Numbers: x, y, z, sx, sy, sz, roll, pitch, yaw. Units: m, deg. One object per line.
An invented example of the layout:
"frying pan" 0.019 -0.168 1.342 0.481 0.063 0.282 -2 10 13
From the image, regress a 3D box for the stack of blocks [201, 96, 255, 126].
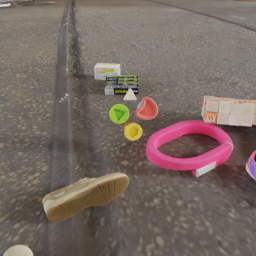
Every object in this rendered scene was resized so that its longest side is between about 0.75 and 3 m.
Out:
"stack of blocks" 3.978 -0.573 9.800 2.588 0.758 1.490 6 13 8

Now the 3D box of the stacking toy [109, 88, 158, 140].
"stacking toy" 0.135 -0.464 8.381 1.211 1.338 0.565 39 7 -13

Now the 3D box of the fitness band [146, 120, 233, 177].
"fitness band" 1.924 0.518 8.683 2.873 0.538 2.063 -19 36 -31

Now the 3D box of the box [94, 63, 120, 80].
"box" -1.020 -2.792 13.878 1.193 0.671 0.605 4 32 9

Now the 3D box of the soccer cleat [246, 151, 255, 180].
"soccer cleat" 3.672 1.296 7.347 0.584 0.626 1.711 -4 32 -6

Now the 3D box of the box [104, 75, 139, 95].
"box" -0.281 -2.001 12.908 1.573 0.374 1.519 -1 30 0

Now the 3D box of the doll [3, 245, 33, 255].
"doll" -1.348 2.580 4.484 1.975 0.702 2.895 17 -6 -41

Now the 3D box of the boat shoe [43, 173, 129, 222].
"boat shoe" -1.008 1.516 6.873 2.139 0.762 0.690 -17 36 -23
